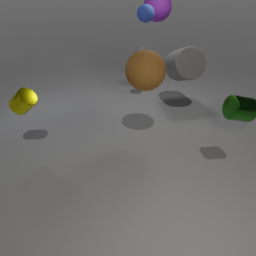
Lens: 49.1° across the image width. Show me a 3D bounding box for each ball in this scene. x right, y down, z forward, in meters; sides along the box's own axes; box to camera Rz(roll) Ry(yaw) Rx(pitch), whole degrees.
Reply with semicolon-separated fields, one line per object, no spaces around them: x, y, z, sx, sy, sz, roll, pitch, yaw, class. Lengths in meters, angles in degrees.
0.712;-4.605;11.251;0.700;0.700;0.700;0;29;0;ball
0.602;-1.972;9.639;1.400;1.400;1.400;0;29;0;ball
1.454;-5.983;13.839;1.400;1.400;1.400;0;29;0;ball

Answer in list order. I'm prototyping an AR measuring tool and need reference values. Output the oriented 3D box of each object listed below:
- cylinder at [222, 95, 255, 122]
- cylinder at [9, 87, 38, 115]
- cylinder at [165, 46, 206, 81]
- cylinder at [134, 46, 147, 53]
3.147;-0.542;7.863;0.700;0.700;0.700;6;26;-19;cylinder
-3.509;-0.892;9.371;0.700;0.700;0.700;-32;9;36;cylinder
2.495;-2.808;12.376;1.400;1.400;1.400;-7;9;-12;cylinder
0.635;-3.810;14.674;0.700;0.700;0.700;8;53;14;cylinder
